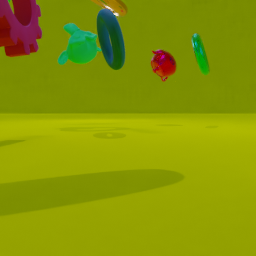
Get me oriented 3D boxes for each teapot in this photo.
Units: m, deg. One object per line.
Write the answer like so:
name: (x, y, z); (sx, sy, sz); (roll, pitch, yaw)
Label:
teapot: (1.198, -2.268, 9.967); (0.787, 1.607, 0.999); (-37, 51, -10)

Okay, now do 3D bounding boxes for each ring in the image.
ring: (-0.377, -1.874, 6.000); (0.255, 1.277, 1.277); (-18, 8, -14)
ring: (2.348, -2.363, 9.017); (0.274, 1.371, 1.371); (-15, -3, 21)
ring: (-0.853, -4.101, 8.803); (1.897, 0.379, 1.897); (28, 14, -8)

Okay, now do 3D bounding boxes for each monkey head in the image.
monkey head: (-1.503, -2.523, 8.478); (1.603, 0.966, 1.153); (-31, 66, -35)

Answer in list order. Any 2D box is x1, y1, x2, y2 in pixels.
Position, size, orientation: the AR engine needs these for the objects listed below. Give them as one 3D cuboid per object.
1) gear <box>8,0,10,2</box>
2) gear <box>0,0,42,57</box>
gear: (-3.973, -3.558, 8.497); (0.292, 1.582, 1.582); (-4, 5, -40)
gear: (-1.787, -1.971, 4.206); (0.317, 1.712, 1.712); (-6, 3, 5)
